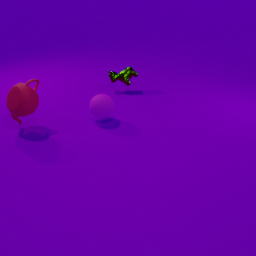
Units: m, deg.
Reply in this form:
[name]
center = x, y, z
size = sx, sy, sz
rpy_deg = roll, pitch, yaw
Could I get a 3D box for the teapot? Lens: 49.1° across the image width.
[teapot]
center = -3.151, -0.774, 8.500
size = 1.026, 1.649, 0.808
rpy_deg = 39, 16, 32

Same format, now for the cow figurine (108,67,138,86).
[cow figurine]
center = -0.239, -2.168, 11.374
size = 1.026, 1.043, 0.573
rpy_deg = 42, 0, -3

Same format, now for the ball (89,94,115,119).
[ball]
center = -0.842, -0.692, 9.073
size = 0.817, 0.817, 0.817
rpy_deg = 0, 29, 0
